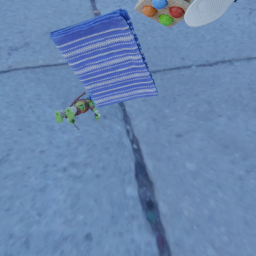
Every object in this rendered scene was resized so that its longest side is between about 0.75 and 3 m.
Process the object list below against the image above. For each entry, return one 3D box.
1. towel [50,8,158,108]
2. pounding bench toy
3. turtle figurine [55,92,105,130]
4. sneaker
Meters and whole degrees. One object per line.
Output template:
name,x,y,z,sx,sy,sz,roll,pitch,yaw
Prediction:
towel,-0.442,-1.395,6.365,1.748,2.415,0.288,-11,50,19
pounding bench toy,0.937,-3.638,7.782,1.219,1.963,1.531,18,83,-21
turtle figurine,-0.880,-0.178,5.284,0.654,0.909,0.881,25,23,26
sneaker,2.020,-2.897,6.551,1.721,1.015,0.633,-37,96,6
